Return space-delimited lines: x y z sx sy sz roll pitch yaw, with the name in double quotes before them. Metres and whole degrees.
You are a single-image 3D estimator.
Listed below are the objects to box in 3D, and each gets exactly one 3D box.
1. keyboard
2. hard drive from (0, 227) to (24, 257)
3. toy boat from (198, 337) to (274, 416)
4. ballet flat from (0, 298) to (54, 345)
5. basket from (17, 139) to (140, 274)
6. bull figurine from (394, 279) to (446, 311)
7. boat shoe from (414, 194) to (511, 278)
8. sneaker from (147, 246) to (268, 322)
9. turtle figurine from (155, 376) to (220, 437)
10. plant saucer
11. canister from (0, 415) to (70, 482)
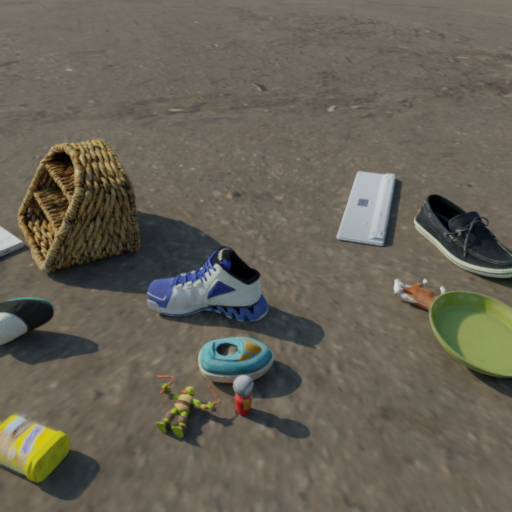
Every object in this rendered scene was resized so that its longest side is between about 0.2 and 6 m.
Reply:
"keyboard" 2.672 -1.218 13.267 0.999 0.189 3.550 4 32 16
"hard drive" -5.533 -0.303 11.809 1.130 0.151 0.745 26 41 34
"toy boat" -0.254 1.660 8.291 1.165 0.644 1.386 -5 33 -8
"ballet flat" -4.321 1.133 9.195 2.002 0.681 0.685 -5 41 11
"basket" -3.849 -1.232 11.555 2.072 1.985 2.781 -15 35 -24
"bull figurine" 2.977 0.697 10.038 1.030 0.336 0.626 33 48 28
"boat shoe" 4.250 -0.434 11.391 1.009 0.842 2.704 -12 36 -21
"sneaker" -0.817 0.390 9.749 2.094 1.209 0.846 4 32 6
"turtle figurine" -1.084 2.114 7.885 1.000 0.322 0.807 19 44 11
"plant saucer" 3.622 1.280 8.971 1.832 0.285 1.832 8 37 -6
"canister" -2.985 2.474 7.264 0.882 0.382 0.655 12 34 22
